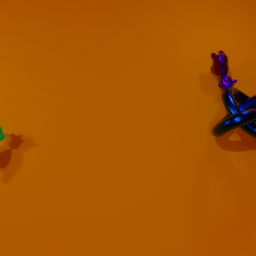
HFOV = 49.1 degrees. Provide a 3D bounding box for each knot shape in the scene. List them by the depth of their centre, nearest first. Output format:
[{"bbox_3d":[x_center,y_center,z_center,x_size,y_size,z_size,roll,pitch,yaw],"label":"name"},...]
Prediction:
[{"bbox_3d":[2.907,-0.303,6.943,1.877,0.927,2.006,-26,33,-16],"label":"knot shape"}]

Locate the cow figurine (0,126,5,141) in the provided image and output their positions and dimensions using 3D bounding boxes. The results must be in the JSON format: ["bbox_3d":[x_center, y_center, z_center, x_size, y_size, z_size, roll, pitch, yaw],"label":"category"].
[{"bbox_3d":[-3.576,0.287,6.853,0.557,1.015,0.999,6,88,46],"label":"cow figurine"}]

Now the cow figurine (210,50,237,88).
[{"bbox_3d":[2.664,-1.606,7.858,0.525,0.956,0.941,-16,40,1],"label":"cow figurine"}]
